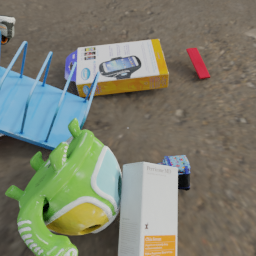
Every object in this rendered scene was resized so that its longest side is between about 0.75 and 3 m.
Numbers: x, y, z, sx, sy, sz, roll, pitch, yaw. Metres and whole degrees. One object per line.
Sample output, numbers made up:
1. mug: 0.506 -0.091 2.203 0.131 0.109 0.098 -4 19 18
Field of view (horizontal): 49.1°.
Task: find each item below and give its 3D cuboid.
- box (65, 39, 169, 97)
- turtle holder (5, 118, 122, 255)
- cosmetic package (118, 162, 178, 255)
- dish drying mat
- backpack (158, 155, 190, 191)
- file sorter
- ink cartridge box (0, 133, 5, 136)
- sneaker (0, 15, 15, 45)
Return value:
1. box: -0.375 -1.802 8.348 2.918 0.605 1.737 -7 50 2
2. turtle holder: -0.962 1.139 5.170 1.878 1.755 2.472 -45 16 1
3. cosmetic package: 0.387 1.572 5.103 0.902 0.634 1.778 13 72 -35
4. dish drying mat: 2.154 -1.989 8.613 0.420 0.100 1.094 -10 71 -27
5. backpack: 0.891 0.969 6.117 0.860 0.579 0.785 -3 20 5
6. file sorter: -2.132 -0.810 6.527 2.571 1.577 1.784 21 52 -14
7. ink cartridge box: -3.689 0.197 6.907 1.630 0.385 1.305 -28 46 -21
8. sneaker: -4.016 -2.873 8.618 0.652 0.700 1.764 -7 2 -43
